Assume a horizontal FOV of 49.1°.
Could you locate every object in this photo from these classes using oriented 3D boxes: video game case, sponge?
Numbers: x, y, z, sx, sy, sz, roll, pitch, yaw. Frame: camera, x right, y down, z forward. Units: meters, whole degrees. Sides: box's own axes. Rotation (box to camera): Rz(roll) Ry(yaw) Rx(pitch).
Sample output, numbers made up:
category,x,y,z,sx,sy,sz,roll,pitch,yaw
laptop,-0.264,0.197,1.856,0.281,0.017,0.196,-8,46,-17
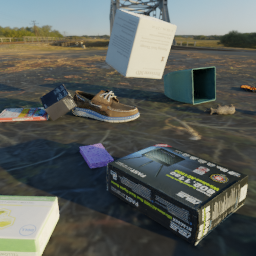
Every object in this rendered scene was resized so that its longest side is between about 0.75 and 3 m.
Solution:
category,x,y,z,sx,sy,sz,roll,pitch,yaw
video game case,-3.990,-0.540,10.928,1.834,0.160,1.311,-3,20,-7
sponge,-0.843,0.714,7.356,0.620,0.166,1.111,-8,20,-22

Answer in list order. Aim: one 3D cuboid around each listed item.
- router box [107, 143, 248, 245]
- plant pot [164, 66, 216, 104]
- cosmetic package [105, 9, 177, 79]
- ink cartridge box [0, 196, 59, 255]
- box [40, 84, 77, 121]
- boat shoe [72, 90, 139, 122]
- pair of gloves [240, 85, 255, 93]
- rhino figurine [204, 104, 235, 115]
category,x,y,z,sx,sy,sz,roll,pitch,yaw
router box,0.898,1.086,5.496,1.668,0.692,2.226,-17,26,-40
plant pot,2.788,-2.050,13.361,1.545,1.544,2.186,-13,15,-34
cosmetic package,0.452,-3.292,11.102,1.804,2.155,1.793,-3,31,-34
ink cartridge box,-2.029,1.733,4.022,1.523,0.502,2.093,1,18,3
box,-2.652,-0.995,10.645,1.059,0.605,1.163,-32,38,-5
boat shoe,-0.932,-0.885,10.598,2.839,1.027,1.025,7,21,20
pair of gloves,7.322,-2.221,15.676,1.652,0.204,1.471,0,19,-3
rhino figurine,3.660,-0.728,11.168,1.252,0.374,0.547,-2,19,-2
